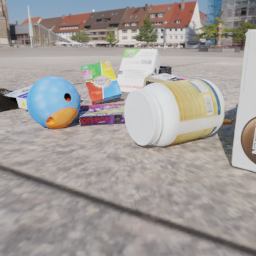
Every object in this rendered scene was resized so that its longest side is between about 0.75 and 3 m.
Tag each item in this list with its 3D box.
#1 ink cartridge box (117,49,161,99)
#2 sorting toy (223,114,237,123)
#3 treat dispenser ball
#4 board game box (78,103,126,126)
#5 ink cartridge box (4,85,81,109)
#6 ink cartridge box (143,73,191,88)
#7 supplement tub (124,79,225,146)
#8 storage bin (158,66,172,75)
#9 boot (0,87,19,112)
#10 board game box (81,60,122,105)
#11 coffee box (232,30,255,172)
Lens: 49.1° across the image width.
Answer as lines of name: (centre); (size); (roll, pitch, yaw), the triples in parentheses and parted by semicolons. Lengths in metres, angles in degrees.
ink cartridge box: (0.463, -2.404, 12.668); (1.591, 2.187, 0.919); (7, -18, 21)
sorting toy: (3.279, -0.300, 9.367); (1.329, 0.196, 0.982); (7, 14, 32)
treat dispenser ball: (-2.286, -0.782, 8.660); (1.613, 1.613, 1.613); (0, 18, 0)
board game box: (-0.366, -0.527, 9.835); (2.707, 0.437, 1.625); (-4, 14, -12)
ink cartridge box: (-3.336, -1.174, 11.276); (2.245, 0.528, 2.219); (9, 20, 8)
ink cartridge box: (1.936, -1.413, 10.971); (2.123, 0.968, 2.577); (17, 19, 18)
supplement tub: (1.207, -0.418, 7.358); (2.247, 1.625, 1.625); (-10, 20, -29)
storage bin: (1.068, -2.580, 14.848); (1.815, 1.258, 2.684); (10, 21, 28)
boot: (-5.269, -1.192, 11.149); (1.670, 0.812, 2.218); (16, 20, 39)
board game box: (-1.152, -1.984, 12.014); (1.326, 1.732, 0.349); (-17, -17, -10)
coffee box: (4.089, -0.555, 5.774); (2.794, 2.821, 2.826); (14, 22, 38)
